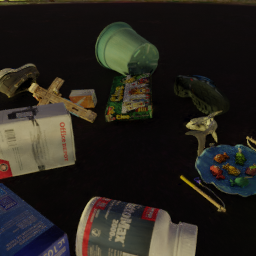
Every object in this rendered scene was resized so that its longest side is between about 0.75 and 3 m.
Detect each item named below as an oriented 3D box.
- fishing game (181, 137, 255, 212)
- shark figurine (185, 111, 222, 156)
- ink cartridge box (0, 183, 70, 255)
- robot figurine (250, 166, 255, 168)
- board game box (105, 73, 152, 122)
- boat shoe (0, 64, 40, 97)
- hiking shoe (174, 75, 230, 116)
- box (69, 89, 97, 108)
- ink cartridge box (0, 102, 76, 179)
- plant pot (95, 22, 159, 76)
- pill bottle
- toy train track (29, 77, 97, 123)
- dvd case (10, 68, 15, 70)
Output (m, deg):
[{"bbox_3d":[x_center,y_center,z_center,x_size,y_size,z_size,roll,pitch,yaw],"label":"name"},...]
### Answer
[{"bbox_3d":[2.562,0.879,6.760,2.534,0.394,1.814,-22,38,-22],"label":"fishing game"},{"bbox_3d":[2.303,0.121,7.947,1.165,0.814,1.950,-22,9,14],"label":"shark figurine"},{"bbox_3d":[-2.011,2.032,4.437,2.302,0.879,1.570,23,37,32],"label":"ink cartridge box"},{"bbox_3d":[3.670,0.998,5.500,2.275,1.316,1.996,30,75,19],"label":"robot figurine"},{"bbox_3d":[0.100,-1.191,10.090,1.526,0.342,2.913,-7,34,8],"label":"board game box"},{"bbox_3d":[-4.308,-1.900,11.342,0.900,1.076,3.012,43,18,-7],"label":"boat shoe"},{"bbox_3d":[2.880,-1.392,10.246,1.266,1.087,2.921,-12,31,-18],"label":"hiking shoe"},{"bbox_3d":[-1.606,-1.056,10.087,0.839,0.522,0.409,-1,40,12],"label":"box"},{"bbox_3d":[-2.397,0.288,6.889,2.002,1.454,0.835,-10,31,-17],"label":"ink cartridge box"},{"bbox_3d":[0.057,-3.384,12.854,2.319,2.319,2.271,-19,42,-29],"label":"plant pot"},{"bbox_3d":[0.173,1.817,4.587,1.795,1.074,1.074,7,30,14],"label":"pill bottle"},{"bbox_3d":[-2.190,-0.882,9.106,2.545,0.414,1.460,26,77,13],"label":"toy train track"},{"bbox_3d":[-5.336,-2.344,12.885,1.365,0.168,1.913,8,30,11],"label":"dvd case"}]
